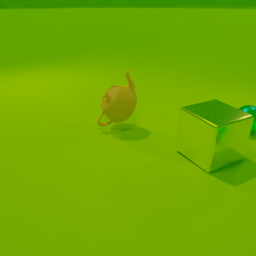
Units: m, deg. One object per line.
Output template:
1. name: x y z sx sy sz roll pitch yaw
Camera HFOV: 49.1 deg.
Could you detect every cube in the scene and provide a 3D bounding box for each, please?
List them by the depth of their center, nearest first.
1. cube: 1.943 0.132 6.457 1.148 1.148 1.148 -14 31 -27

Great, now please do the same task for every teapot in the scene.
1. teapot: -0.285 -0.774 7.777 0.860 1.757 1.092 30 9 -31

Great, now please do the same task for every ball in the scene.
1. ball: 3.332 -0.250 7.764 0.781 0.781 0.781 0 25 0
